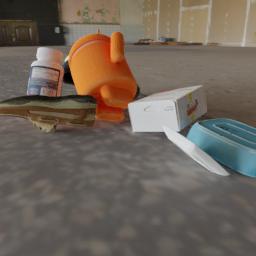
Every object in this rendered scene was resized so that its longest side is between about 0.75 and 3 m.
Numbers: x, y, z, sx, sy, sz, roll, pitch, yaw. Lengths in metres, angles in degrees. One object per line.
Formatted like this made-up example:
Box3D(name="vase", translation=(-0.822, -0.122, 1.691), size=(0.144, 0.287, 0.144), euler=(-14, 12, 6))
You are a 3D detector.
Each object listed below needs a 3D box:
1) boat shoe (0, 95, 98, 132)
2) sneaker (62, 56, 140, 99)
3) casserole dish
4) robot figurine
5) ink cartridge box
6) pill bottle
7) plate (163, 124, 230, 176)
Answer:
Box3D(name="boat shoe", translation=(-1.892, -0.317, 6.618), size=(2.343, 0.865, 0.886), euler=(0, 15, 0))
Box3D(name="sneaker", translation=(-1.026, -1.501, 9.572), size=(2.879, 1.072, 1.218), euler=(21, 43, 4))
Box3D(name="casserole dish", translation=(2.182, 0.274, 5.574), size=(1.378, 0.441, 2.275), euler=(-7, 21, -26))
Box3D(name="robot figurine", translation=(-0.723, -1.506, 7.787), size=(1.611, 1.987, 2.762), euler=(-19, 59, -7))
Box3D(name="ink cartridge box", translation=(1.030, -0.493, 7.013), size=(1.304, 0.749, 1.797), euler=(-2, 15, 36))
Box3D(name="pill bottle", translation=(-2.462, -1.507, 8.475), size=(0.986, 1.650, 0.986), euler=(7, -4, 0))
Box3D(name="plate", translation=(1.140, 0.413, 4.911), size=(1.050, 0.170, 1.048), euler=(37, 1, -28))
